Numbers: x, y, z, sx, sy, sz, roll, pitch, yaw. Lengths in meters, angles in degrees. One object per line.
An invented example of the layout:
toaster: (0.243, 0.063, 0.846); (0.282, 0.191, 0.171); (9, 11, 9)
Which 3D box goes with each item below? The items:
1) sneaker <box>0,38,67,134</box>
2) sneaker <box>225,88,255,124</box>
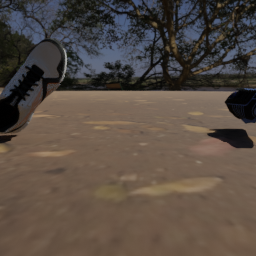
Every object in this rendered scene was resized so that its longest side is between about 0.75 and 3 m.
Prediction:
sneaker: (-2.150, -0.843, 6.115); (0.909, 2.466, 0.986); (31, 6, -8)
sneaker: (2.864, -0.607, 6.758); (0.827, 0.745, 2.124); (39, -1, 10)
